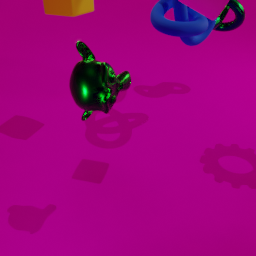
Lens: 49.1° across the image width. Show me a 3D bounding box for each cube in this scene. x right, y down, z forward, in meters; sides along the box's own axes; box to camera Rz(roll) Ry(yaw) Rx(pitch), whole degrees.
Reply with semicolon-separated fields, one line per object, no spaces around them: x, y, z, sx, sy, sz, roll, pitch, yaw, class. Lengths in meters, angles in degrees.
-1.336;-3.001;6.235;0.821;0.821;0.821;15;35;23;cube

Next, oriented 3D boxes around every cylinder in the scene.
1.304;-2.268;4.602;0.706;0.706;0.706;28;45;-4;cylinder

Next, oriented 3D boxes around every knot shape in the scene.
2.554;-3.574;8.369;1.727;1.846;0.853;-18;43;-1;knot shape
1.255;-2.916;6.578;2.009;0.928;1.880;-24;90;-45;knot shape

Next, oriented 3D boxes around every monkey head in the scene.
-0.432;-0.674;4.264;0.751;1.246;0.897;16;29;29;monkey head
